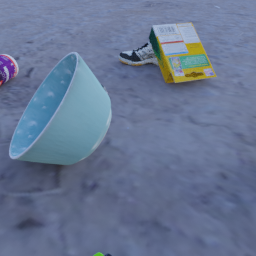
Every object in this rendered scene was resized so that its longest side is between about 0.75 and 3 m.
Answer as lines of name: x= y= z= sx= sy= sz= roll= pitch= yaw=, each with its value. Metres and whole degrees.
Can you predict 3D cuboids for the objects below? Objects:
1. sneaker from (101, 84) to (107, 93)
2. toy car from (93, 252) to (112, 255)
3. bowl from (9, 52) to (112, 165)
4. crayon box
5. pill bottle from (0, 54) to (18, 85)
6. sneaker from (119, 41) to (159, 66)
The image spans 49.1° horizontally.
sneaker: x=-1.035 y=-1.431 z=9.755 sx=0.933 sy=0.382 sz=0.349 roll=29 pitch=43 yaw=36
toy car: x=0.136 y=2.391 z=4.045 sx=1.695 sy=0.402 sz=1.801 roll=19 pitch=37 yaw=26
bowl: x=-1.376 y=-0.219 z=6.404 sx=1.397 sy=2.671 sz=2.671 roll=33 pitch=21 yaw=-28
crayon box: x=2.018 y=-2.743 z=10.694 sx=1.715 sy=0.703 sz=2.728 roll=-10 pitch=65 yaw=-14
pill bottle: x=-4.804 y=-1.975 z=10.080 sx=0.931 sy=0.931 sz=1.656 roll=10 pitch=36 yaw=15
sneaker: x=0.791 y=-3.274 z=11.919 sx=2.406 sy=1.055 sz=0.910 roll=0 pitch=36 yaw=4
